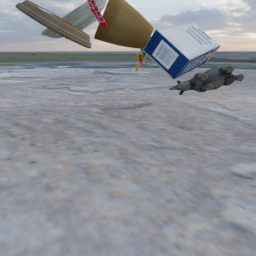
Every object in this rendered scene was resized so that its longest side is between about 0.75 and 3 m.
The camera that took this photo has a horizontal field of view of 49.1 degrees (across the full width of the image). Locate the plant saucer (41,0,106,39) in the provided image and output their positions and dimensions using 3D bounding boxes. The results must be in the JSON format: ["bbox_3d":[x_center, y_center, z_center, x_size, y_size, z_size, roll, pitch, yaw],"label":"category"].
[{"bbox_3d":[-1.784,-3.878,10.078,2.767,0.695,2.767,-28,23,13],"label":"plant saucer"}]

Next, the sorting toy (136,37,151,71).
[{"bbox_3d":[0.629,-3.322,12.659,0.235,1.727,0.973,15,37,-17],"label":"sorting toy"}]

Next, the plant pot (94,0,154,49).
[{"bbox_3d":[-0.086,-3.965,11.060,1.999,1.863,1.863,24,13,-11],"label":"plant pot"}]

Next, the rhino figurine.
[{"bbox_3d":[1.990,-1.217,7.398,1.857,0.555,0.812,-14,8,1],"label":"rhino figurine"}]

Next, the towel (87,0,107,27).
[{"bbox_3d":[-1.016,-3.314,6.978,0.166,1.475,1.067,-30,53,3],"label":"towel"}]

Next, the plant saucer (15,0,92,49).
[{"bbox_3d":[-1.463,-2.158,5.783,1.662,0.245,1.662,28,15,-9],"label":"plant saucer"}]

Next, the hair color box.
[{"bbox_3d":[1.852,-2.624,9.175,1.393,0.843,2.786,46,42,10],"label":"hair color box"}]
